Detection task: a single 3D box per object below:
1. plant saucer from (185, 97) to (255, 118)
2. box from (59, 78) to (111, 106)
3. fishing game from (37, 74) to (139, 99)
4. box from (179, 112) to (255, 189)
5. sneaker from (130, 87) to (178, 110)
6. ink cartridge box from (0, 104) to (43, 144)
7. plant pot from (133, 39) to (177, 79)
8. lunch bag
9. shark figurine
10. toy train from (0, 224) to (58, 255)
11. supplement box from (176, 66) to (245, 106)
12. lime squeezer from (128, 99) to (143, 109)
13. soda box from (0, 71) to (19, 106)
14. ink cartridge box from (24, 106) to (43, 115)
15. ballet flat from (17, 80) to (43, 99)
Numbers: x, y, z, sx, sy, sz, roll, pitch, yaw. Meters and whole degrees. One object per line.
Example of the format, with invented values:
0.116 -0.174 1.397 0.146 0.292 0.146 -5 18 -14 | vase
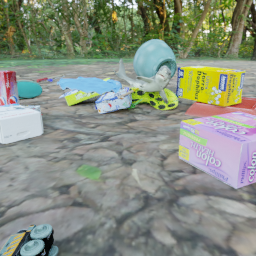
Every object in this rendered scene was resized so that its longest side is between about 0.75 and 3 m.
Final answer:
4.323 -0.917 11.949 2.940 0.541 2.946 11 20 31 | plant saucer
-1.977 -1.736 13.535 2.426 0.578 1.479 -19 15 6 | box
-1.014 -1.076 7.456 2.469 0.384 1.768 11 21 15 | fishing game
2.694 0.390 6.868 2.155 1.042 1.895 -10 20 -27 | box
1.225 -1.559 13.095 1.199 1.063 2.870 -20 26 -39 | sneaker
-3.875 -0.202 9.204 1.866 0.801 1.366 15 22 43 | ink cartridge box
1.333 -2.733 12.184 1.874 1.874 1.255 -8 37 -25 | plant pot
-0.634 -1.204 12.315 1.545 0.729 1.929 -10 14 9 | lunch bag
0.894 -2.094 11.655 3.036 1.814 1.267 14 59 45 | shark figurine
-1.380 1.717 3.577 0.729 0.545 1.279 -8 17 5 | toy train
3.368 -1.816 11.698 1.335 1.327 2.437 -14 23 -39 | supplement box
0.189 -1.031 12.546 1.122 0.212 0.396 -11 30 45 | lime squeezer
-4.893 -1.419 11.431 0.622 1.777 0.563 12 21 34 | soda box
-4.071 -0.625 11.116 1.089 0.457 0.956 0 16 3 | ink cartridge box
-5.963 -1.941 14.544 2.887 0.972 1.016 -14 15 -38 | ballet flat
